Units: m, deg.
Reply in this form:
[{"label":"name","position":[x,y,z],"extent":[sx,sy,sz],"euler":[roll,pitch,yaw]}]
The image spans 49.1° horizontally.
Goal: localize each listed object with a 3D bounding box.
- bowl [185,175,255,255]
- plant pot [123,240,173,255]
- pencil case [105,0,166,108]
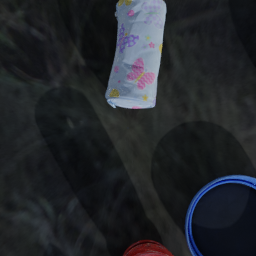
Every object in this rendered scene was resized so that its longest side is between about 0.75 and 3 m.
[{"label":"bowl","position":[2.670,2.454,6.930],"extent":[2.585,0.507,2.585],"euler":[0,85,0]},{"label":"plant pot","position":[0.480,3.375,6.391],"extent":[1.544,1.406,1.544],"euler":[0,86,0]},{"label":"pencil case","position":[0.198,-1.863,6.981],"extent":[1.267,1.161,2.793],"euler":[7,86,-7]}]
